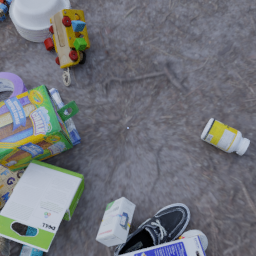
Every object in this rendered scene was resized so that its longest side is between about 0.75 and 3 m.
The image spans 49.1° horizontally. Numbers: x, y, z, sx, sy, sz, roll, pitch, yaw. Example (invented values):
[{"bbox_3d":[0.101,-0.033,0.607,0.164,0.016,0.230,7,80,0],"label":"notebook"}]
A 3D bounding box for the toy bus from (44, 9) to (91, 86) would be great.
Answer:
[{"bbox_3d":[-2.148,-3.380,11.126,1.309,2.534,2.391,-17,56,-40],"label":"toy bus"}]

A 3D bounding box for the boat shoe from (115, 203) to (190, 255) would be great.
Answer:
[{"bbox_3d":[0.791,3.219,8.564,2.758,0.935,0.989,-29,70,-11],"label":"boat shoe"}]

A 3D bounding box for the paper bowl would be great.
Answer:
[{"bbox_3d":[-3.711,-5.042,11.881,2.553,1.328,2.553,-1,66,1],"label":"paper bowl"}]

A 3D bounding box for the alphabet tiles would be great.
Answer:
[{"bbox_3d":[-4.704,1.909,9.593,2.304,0.073,1.917,-38,72,-15],"label":"alphabet tiles"}]

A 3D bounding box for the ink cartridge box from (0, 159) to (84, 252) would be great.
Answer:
[{"bbox_3d":[-2.641,2.398,8.553,1.823,0.934,2.466,16,51,7],"label":"ink cartridge box"}]

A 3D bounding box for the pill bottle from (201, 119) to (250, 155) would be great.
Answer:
[{"bbox_3d":[3.412,0.345,9.841,1.505,0.843,0.843,28,70,11],"label":"pill bottle"}]

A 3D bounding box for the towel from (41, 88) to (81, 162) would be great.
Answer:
[{"bbox_3d":[-3.025,-0.158,10.356,1.854,0.300,2.524,-27,70,-10],"label":"towel"}]

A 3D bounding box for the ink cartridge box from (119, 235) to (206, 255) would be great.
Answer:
[{"bbox_3d":[0.957,3.882,7.700,2.487,0.488,1.237,-11,61,-6],"label":"ink cartridge box"}]

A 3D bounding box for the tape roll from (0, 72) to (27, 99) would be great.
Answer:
[{"bbox_3d":[-4.756,-1.106,10.298,2.064,0.677,2.064,-3,54,4],"label":"tape roll"}]

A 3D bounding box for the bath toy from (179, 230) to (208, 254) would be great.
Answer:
[{"bbox_3d":[1.674,4.205,8.238,1.048,0.891,2.410,30,65,-35],"label":"bath toy"}]

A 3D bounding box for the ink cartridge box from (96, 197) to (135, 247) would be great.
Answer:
[{"bbox_3d":[-0.366,2.834,8.438,0.538,0.893,1.229,39,43,-17],"label":"ink cartridge box"}]

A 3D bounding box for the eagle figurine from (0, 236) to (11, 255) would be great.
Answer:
[{"bbox_3d":[-4.405,2.839,8.326,1.721,1.730,2.281,20,26,-31],"label":"eagle figurine"}]

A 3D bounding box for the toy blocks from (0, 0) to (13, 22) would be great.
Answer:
[{"bbox_3d":[-5.904,-5.303,12.294,1.358,0.993,1.987,32,71,1],"label":"toy blocks"}]

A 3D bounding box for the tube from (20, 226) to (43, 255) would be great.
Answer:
[{"bbox_3d":[-2.805,3.195,8.822,0.918,0.597,2.370,13,61,-3],"label":"tube"}]

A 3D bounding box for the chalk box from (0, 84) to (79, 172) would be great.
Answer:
[{"bbox_3d":[-2.971,-0.042,9.245,2.891,1.799,1.790,-23,69,-5],"label":"chalk box"}]
